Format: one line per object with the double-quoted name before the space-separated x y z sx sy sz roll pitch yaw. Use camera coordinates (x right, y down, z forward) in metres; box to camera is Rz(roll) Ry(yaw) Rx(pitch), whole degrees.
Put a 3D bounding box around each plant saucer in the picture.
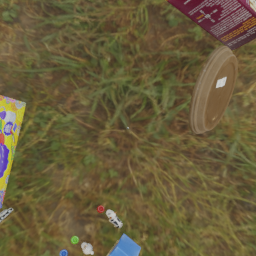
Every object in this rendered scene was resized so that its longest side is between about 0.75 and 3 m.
"plant saucer" 1.765 -0.708 5.640 0.271 1.837 1.837 24 75 32

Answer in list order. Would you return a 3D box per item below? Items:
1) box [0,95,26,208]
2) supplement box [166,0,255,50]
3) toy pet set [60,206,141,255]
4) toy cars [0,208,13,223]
"box" -3.429 0.284 5.290 2.116 1.340 2.197 12 87 16
"supplement box" 2.085 -3.151 6.508 2.570 1.101 1.418 22 61 -32
"toy pet set" -0.464 2.314 5.482 1.207 0.686 1.292 39 63 5
"toy cars" -2.812 1.990 5.917 0.186 0.378 0.842 45 82 -2
